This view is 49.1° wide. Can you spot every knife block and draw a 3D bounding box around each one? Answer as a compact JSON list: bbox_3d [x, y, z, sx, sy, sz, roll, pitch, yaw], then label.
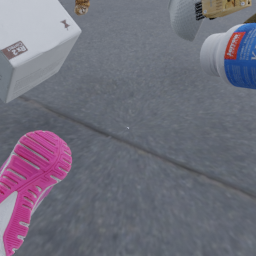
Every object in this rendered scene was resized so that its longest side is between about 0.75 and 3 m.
[{"bbox_3d":[2.023,-2.628,6.021,1.255,0.401,1.102,0,13,30],"label":"knife block"}]

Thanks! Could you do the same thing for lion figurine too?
[{"bbox_3d":[-1.322,-3.737,7.676,0.708,1.156,0.419,-16,25,16],"label":"lion figurine"}]

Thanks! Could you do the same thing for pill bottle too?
[{"bbox_3d":[2.233,-1.204,4.748,1.114,1.114,1.985,-22,24,-28],"label":"pill bottle"}]

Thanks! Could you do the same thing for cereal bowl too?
[{"bbox_3d":[2.074,-4.396,9.086,1.204,2.892,2.892,20,38,3],"label":"cereal bowl"}]

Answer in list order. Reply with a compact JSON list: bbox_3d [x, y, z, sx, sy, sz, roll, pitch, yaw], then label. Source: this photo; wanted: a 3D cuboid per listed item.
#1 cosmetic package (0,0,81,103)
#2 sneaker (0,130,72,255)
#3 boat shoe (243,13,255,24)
[{"bbox_3d":[-2.547,-2.013,6.389,1.789,2.170,1.790,-42,97,-32],"label":"cosmetic package"},{"bbox_3d":[-1.478,0.804,3.704,0.802,0.870,1.972,43,40,-13],"label":"sneaker"},{"bbox_3d":[3.186,-2.314,6.507,0.855,0.803,2.376,36,88,19],"label":"boat shoe"}]
